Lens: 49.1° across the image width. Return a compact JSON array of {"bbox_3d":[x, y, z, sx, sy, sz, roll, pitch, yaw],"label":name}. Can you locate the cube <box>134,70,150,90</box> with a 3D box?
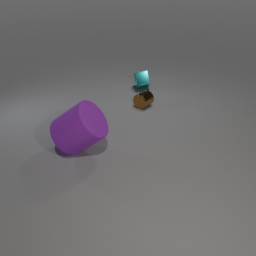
[{"bbox_3d":[0.728,-2.458,14.400,0.700,0.700,0.700,-12,-7,2],"label":"cube"}]

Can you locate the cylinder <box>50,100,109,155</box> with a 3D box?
[{"bbox_3d":[-1.610,-0.002,9.329,1.400,1.400,1.400,-29,19,25],"label":"cylinder"}]

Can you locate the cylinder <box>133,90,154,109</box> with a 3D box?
[{"bbox_3d":[0.713,-1.293,12.780,0.700,0.700,0.700,22,36,33],"label":"cylinder"}]
